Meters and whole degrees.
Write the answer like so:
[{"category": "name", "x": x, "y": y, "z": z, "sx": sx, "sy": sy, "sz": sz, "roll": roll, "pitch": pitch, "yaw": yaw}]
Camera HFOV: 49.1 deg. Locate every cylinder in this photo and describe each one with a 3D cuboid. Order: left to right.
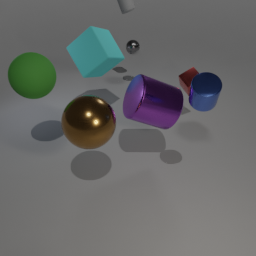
[{"category": "cylinder", "x": -0.075, "y": -5.818, "z": 13.128, "sx": 0.700, "sy": 0.700, "sz": 0.700, "roll": -20, "pitch": 15, "yaw": 6}, {"category": "cylinder", "x": 0.753, "y": -0.788, "z": 8.682, "sx": 1.400, "sy": 1.400, "sz": 1.400, "roll": 16, "pitch": 26, "yaw": -24}, {"category": "cylinder", "x": 1.849, "y": -0.863, "z": 6.757, "sx": 0.700, "sy": 0.700, "sz": 0.700, "roll": -2, "pitch": 62, "yaw": 5}]

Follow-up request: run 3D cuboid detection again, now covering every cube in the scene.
[{"category": "cube", "x": -1.265, "y": -2.973, "z": 11.140, "sx": 1.400, "sy": 1.400, "sz": 1.400, "roll": -31, "pitch": -3, "yaw": 27}, {"category": "cube", "x": 2.493, "y": -1.821, "z": 11.034, "sx": 0.700, "sy": 0.700, "sz": 0.700, "roll": -31, "pitch": 62, "yaw": 0}]

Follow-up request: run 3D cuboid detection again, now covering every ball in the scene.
[{"category": "ball", "x": -2.902, "y": -1.584, "z": 8.528, "sx": 1.400, "sy": 1.400, "sz": 1.400, "roll": 0, "pitch": 33, "yaw": 0}, {"category": "ball", "x": -1.004, "y": -0.149, "z": 7.218, "sx": 1.400, "sy": 1.400, "sz": 1.400, "roll": 0, "pitch": 33, "yaw": 0}, {"category": "ball", "x": 0.241, "y": -4.009, "z": 13.889, "sx": 0.700, "sy": 0.700, "sz": 0.700, "roll": 0, "pitch": 33, "yaw": 0}]
